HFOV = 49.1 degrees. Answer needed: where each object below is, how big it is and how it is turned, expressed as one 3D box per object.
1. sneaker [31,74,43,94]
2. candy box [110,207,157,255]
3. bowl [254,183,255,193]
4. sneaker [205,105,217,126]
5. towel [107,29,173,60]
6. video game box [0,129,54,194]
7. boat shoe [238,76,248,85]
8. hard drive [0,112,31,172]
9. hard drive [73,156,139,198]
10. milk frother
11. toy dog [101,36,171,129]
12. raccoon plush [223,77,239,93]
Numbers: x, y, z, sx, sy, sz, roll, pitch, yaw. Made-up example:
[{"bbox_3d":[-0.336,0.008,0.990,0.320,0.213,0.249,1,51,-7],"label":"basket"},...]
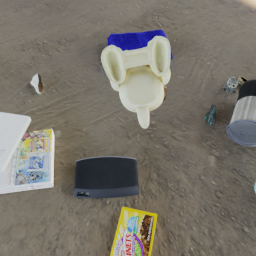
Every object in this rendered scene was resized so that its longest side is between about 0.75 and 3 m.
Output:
[{"bbox_3d":[-4.104,-1.910,12.562,0.465,0.400,1.098,-25,55,12],"label":"sneaker"},{"bbox_3d":[0.122,3.558,8.320,1.166,0.301,2.281,8,53,9],"label":"candy box"},{"bbox_3d":[4.780,2.018,8.954,1.687,0.883,1.687,14,36,-11],"label":"bowl"},{"bbox_3d":[3.395,-0.566,11.447,0.419,0.399,1.057,9,52,9],"label":"sneaker"},{"bbox_3d":[0.558,-4.075,13.929,2.983,0.739,2.203,-11,52,-8],"label":"towel"},{"bbox_3d":[-3.724,1.143,10.042,2.071,0.532,2.273,-8,53,-3],"label":"video game box"},{"bbox_3d":[5.362,-1.993,12.595,0.348,0.314,0.966,-28,57,-20],"label":"boat shoe"},{"bbox_3d":[-4.658,0.432,10.088,1.501,0.299,2.277,8,54,9],"label":"hard drive"},{"bbox_3d":[-0.752,1.642,9.684,2.226,0.471,1.501,-2,52,-1],"label":"hard drive"},{"bbox_3d":[5.001,-0.920,10.277,2.237,2.478,2.331,8,51,28],"label":"milk frother"},{"bbox_3d":[0.536,-1.308,8.515,1.824,2.614,2.535,-19,88,6],"label":"toy dog"},{"bbox_3d":[4.593,-2.113,12.386,0.569,0.788,1.176,9,53,7],"label":"raccoon plush"}]
